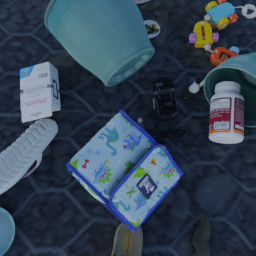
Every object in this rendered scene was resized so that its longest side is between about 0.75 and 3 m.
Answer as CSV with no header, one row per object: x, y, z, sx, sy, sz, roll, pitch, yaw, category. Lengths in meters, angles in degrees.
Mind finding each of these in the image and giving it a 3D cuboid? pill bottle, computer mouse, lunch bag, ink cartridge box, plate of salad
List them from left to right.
-2.712,-1.022,8.677,1.046,0.611,1.802,-12,72,11,ink cartridge box
-0.056,1.166,7.568,2.510,1.600,2.134,44,73,3,lunch bag
0.758,-3.534,9.935,0.772,0.186,0.772,0,71,0,plate of salad
0.904,-0.539,8.589,1.388,0.455,1.977,-16,87,-4,computer mouse
2.941,-0.455,8.335,0.968,0.968,1.713,7,76,3,pill bottle

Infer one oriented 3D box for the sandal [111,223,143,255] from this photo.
-0.023,3.618,7.073,0.997,0.671,2.483,3,69,0,sandal

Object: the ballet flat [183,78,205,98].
2.269,-1.368,9.041,1.135,0.388,0.386,-32,74,-11,ballet flat

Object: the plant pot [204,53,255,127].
3.525,-1.289,8.175,2.135,2.135,1.430,40,68,13,plant pot

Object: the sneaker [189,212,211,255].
1.917,2.886,7.469,0.574,0.480,1.265,1,64,15,sneaker

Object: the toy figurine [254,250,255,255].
3.390,3.716,7.056,1.052,0.744,1.069,-35,75,-6,toy figurine

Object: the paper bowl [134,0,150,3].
0.383,-5.228,10.199,1.597,0.831,1.597,0,70,0,paper bowl

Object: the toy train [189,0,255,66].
3.198,-3.087,9.520,2.033,0.753,2.706,24,75,7,toy train

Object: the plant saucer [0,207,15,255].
-3.748,2.861,7.616,1.404,0.192,1.404,0,70,-1,plant saucer

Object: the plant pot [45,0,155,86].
-0.624,-2.788,8.506,2.727,2.727,2.562,-35,87,-12,plant pot

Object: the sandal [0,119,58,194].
-3.011,0.948,7.989,1.206,0.728,2.963,23,58,32,sandal
